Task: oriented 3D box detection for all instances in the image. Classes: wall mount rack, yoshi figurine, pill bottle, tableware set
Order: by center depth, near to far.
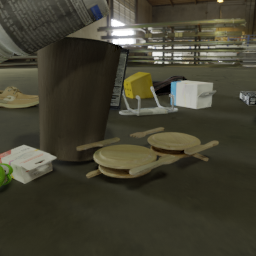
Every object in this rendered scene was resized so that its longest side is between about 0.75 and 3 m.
[{"bbox_3d":[-2.668,0.689,4.456,1.601,0.900,0.896,9,35,-27],"label":"yoshi figurine"},{"bbox_3d":[-1.535,-1.956,4.536,2.211,1.258,1.258,-25,14,5],"label":"pill bottle"},{"bbox_3d":[0.473,0.565,5.625,2.552,0.511,1.687,-12,19,-40],"label":"tableware set"},{"bbox_3d":[0.704,-1.065,10.934,2.376,0.886,2.064,-5,15,-19],"label":"wall mount rack"}]

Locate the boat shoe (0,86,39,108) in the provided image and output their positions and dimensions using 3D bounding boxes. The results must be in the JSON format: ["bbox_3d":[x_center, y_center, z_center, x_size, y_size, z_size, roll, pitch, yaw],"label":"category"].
[{"bbox_3d":[-5.030,-1.335,11.963,2.635,0.856,0.950,1,15,3],"label":"boat shoe"}]

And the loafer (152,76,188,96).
[{"bbox_3d":[2.238,-2.198,15.402,2.765,0.994,0.871,-14,36,-24],"label":"loafer"}]

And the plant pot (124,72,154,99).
[{"bbox_3d":[0.481,-2.098,14.351,1.110,1.259,1.259,-19,21,-22],"label":"plant pot"}]

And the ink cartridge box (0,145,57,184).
[{"bbox_3d":[-1.904,0.691,5.317,1.102,0.372,0.642,11,24,37],"label":"ink cartridge box"}]

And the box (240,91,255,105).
[{"bbox_3d":[6.087,-1.394,13.001,1.363,0.430,1.729,2,15,8],"label":"box"}]

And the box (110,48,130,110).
[{"bbox_3d":[-1.450,-2.050,10.805,2.396,2.376,1.476,2,18,-26],"label":"box"}]

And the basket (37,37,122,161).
[{"bbox_3d":[-1.135,-0.591,6.023,1.606,2.361,2.129,-2,10,-41],"label":"basket"}]

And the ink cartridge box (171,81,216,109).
[{"bbox_3d":[2.798,-1.439,12.004,1.060,1.032,1.648,-11,19,-36],"label":"ink cartridge box"}]
